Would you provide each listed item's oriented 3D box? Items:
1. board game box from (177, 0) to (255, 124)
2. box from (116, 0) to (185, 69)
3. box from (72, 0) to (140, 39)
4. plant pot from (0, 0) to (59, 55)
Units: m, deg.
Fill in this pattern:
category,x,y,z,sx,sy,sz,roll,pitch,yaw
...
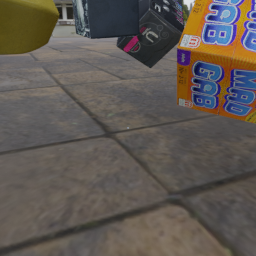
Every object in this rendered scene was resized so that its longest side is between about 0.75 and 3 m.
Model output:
category,x,y,z,sx,sy,sz,roll,pitch,yaw
board game box,2.089,-1.449,5.503,1.827,1.828,1.827,16,67,17
box,0.593,-2.848,7.235,1.136,1.309,2.142,27,46,-25
box,-0.404,-2.091,4.297,0.800,1.291,1.269,-11,24,-18
plant pot,-2.286,-2.408,5.787,1.426,1.394,1.385,-5,59,-41
